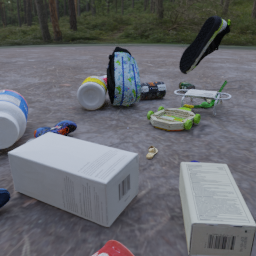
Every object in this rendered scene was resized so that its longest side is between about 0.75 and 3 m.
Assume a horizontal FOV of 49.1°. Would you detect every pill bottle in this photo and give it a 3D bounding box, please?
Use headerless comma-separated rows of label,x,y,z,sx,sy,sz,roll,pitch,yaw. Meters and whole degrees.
pill bottle,1.179,-2.073,15.554,1.722,0.915,0.915,-8,23,-17
pill bottle,-4.522,-0.326,10.223,1.596,1.596,2.844,-6,23,-15
pill bottle,-1.792,-1.920,14.528,1.382,1.382,2.458,0,21,-1

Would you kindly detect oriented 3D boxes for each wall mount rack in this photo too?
wall mount rack,3.706,-1.394,13.896,2.701,1.007,2.347,10,27,23

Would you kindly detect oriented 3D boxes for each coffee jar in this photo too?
coffee jar,3.590,-2.482,17.113,0.635,0.520,1.218,-10,24,-10

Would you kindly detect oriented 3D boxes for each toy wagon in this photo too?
toy wagon,2.124,-0.499,12.156,1.943,0.496,2.505,16,26,34

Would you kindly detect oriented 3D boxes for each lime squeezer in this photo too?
lime squeezer,3.999,-1.363,14.034,2.458,0.868,0.464,-29,40,7

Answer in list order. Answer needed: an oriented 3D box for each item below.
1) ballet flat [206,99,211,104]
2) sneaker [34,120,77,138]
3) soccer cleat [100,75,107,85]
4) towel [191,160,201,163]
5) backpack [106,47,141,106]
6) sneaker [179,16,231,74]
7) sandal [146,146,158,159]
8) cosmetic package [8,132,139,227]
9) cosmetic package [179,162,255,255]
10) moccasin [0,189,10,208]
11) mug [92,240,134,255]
ballet flat,4.456,-1.686,15.125,0.545,0.545,1.569,1,21,2
sneaker,-2.631,0.196,10.429,1.591,0.599,0.624,-20,35,-23
soccer cleat,-1.804,-2.891,17.931,2.779,0.927,1.063,-24,6,-40
towel,2.134,1.232,8.193,0.652,0.219,0.882,-11,23,-42
backpack,-0.278,-2.411,14.480,2.138,2.268,2.781,16,44,-4
sneaker,3.333,-3.344,11.884,1.147,2.771,0.993,16,36,-29
sandal,0.804,0.733,9.316,0.311,0.279,0.849,7,23,17
cosmetic package,-1.345,1.115,7.033,2.910,1.234,1.566,11,25,28
cosmetic package,1.817,1.670,6.187,1.197,0.845,2.312,2,21,6
moccasin,-3.247,1.876,6.157,1.438,0.579,0.490,-33,23,-34
mug,-0.576,2.431,3.561,1.787,1.192,1.586,-21,-10,-34
